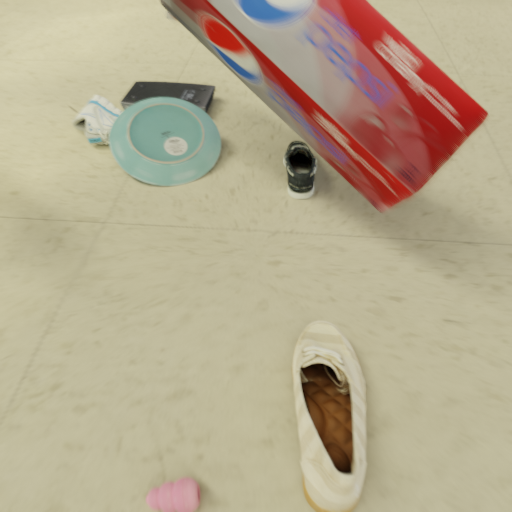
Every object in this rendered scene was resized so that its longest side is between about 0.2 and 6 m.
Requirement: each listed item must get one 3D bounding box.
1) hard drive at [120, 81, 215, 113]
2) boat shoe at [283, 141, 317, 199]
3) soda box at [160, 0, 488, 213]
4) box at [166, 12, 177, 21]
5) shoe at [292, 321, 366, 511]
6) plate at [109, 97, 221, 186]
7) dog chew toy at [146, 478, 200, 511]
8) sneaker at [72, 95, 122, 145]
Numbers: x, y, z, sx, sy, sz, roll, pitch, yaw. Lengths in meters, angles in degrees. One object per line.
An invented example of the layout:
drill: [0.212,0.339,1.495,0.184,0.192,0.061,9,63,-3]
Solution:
hard drive: [-1.970,-3.533,12.731,1.924,0.407,1.298,5,40,6]
boat shoe: [0.851,-1.766,10.527,0.671,0.536,1.776,-2,40,-3]
soda box: [0.705,-2.712,7.502,4.567,1.599,1.448,43,85,1]
box: [-1.081,-4.677,10.015,0.981,1.258,0.259,8,68,-9]
shoe: [0.869,1.612,6.400,0.880,0.672,2.517,0,40,1]
plate: [-1.723,-2.282,10.707,2.133,0.273,2.133,4,62,-8]
dog chew toy: [-0.849,2.452,5.700,0.542,0.338,0.338,-8,40,2]
sneaker: [-2.891,-2.490,11.351,2.199,0.824,0.953,27,60,32]
